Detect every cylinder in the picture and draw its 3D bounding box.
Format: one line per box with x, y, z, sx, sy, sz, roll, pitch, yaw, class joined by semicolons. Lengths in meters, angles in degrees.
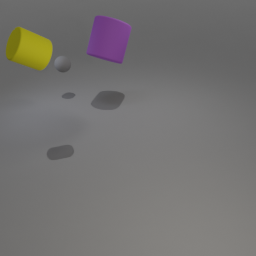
-2.066;-1.642;5.857;0.700;0.700;0.700;14;15;-45;cylinder
-0.714;-3.264;10.456;1.400;1.400;1.400;15;10;-3;cylinder

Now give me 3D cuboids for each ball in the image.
-2.810;-2.748;12.067;0.700;0.700;0.700;0;32;0;ball
